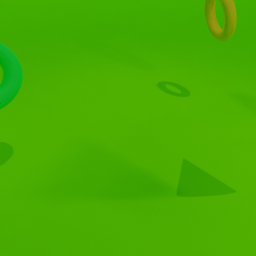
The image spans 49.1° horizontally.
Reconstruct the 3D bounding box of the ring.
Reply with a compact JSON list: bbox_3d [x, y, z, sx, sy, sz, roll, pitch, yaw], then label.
[{"bbox_3d":[2.505,-3.114,7.679,0.290,1.451,1.451,-18,31,-3],"label":"ring"}]

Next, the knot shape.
[{"bbox_3d":[-2.490,-1.066,4.246,0.921,1.865,1.993,-38,30,12],"label":"knot shape"}]
